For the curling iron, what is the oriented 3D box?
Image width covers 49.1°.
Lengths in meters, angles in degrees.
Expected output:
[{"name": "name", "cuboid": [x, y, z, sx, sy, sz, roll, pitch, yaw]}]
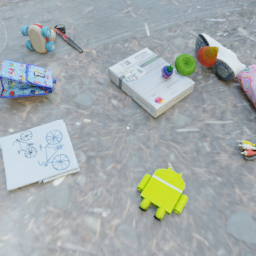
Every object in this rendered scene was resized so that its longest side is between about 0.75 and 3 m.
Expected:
[{"name": "curling iron", "cuboid": [-2.692, -4.105, 12.746, 0.545, 0.281, 2.198, -31, 61, -21]}]

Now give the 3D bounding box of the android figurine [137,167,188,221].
[{"name": "android figurine", "cuboid": [1.064, 1.920, 8.499, 1.514, 0.341, 1.663, 26, 60, 17]}]

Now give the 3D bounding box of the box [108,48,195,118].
[{"name": "box", "cuboid": [0.886, -1.883, 10.980, 2.120, 0.560, 2.720, -35, 61, -25]}]

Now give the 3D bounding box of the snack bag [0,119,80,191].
[{"name": "snack bag", "cuboid": [-2.990, 0.877, 9.287, 2.327, 0.249, 2.195, -18, 56, -13]}]

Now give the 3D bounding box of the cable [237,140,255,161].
[{"name": "cable", "cuboid": [4.379, 0.741, 9.300, 1.482, 0.373, 0.720, 0, 55, 0]}]

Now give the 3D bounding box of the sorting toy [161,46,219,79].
[{"name": "sorting toy", "cuboid": [2.447, -2.559, 10.510, 2.520, 0.868, 0.874, -23, 87, -14]}]

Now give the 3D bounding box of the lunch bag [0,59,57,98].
[{"name": "lunch bag", "cuboid": [-3.721, -1.796, 10.607, 1.976, 0.930, 1.488, 2, 36, -20]}]

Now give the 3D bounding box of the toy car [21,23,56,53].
[{"name": "toy car", "cuboid": [-3.653, -4.109, 12.288, 1.289, 1.237, 1.399, 9, 43, 19]}]

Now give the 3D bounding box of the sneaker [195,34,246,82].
[{"name": "sneaker", "cuboid": [3.781, -2.989, 11.709, 1.140, 0.976, 2.618, -20, 64, -25]}]

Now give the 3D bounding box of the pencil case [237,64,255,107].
[{"name": "pencil case", "cuboid": [5.033, -1.196, 10.236, 1.109, 1.109, 2.537, -11, 55, -8]}]
